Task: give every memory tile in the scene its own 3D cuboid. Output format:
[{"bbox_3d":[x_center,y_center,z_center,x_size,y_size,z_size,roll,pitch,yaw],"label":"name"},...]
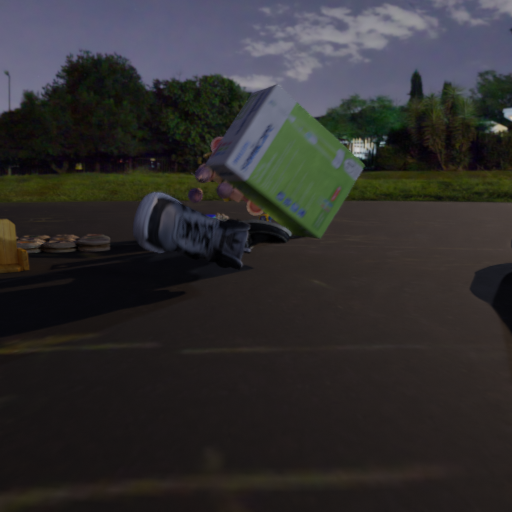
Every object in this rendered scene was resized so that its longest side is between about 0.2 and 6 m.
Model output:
[{"bbox_3d":[-4.778,-0.294,12.767,2.835,0.238,2.173,-1,8,-13],"label":"memory tile"}]

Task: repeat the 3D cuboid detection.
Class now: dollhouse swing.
[{"bbox_3d":[-4.415,-0.171,9.425,0.961,0.845,0.874,-4,8,-33],"label":"dollhouse swing"}]

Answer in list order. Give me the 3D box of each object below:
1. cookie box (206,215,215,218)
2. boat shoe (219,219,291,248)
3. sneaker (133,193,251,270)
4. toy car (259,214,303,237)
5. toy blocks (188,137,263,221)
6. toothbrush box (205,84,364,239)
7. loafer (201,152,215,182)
[{"bbox_3d":[-1.783,-0.731,14.532,1.473,0.647,1.722,0,7,3],"label":"cookie box"},{"bbox_3d":[-0.220,-0.351,11.590,2.055,0.695,0.738,2,-22,30],"label":"boat shoe"},{"bbox_3d":[-0.785,-0.326,7.989,1.237,0.820,2.173,11,-3,18],"label":"sneaker"},{"bbox_3d":[0.669,-0.979,16.176,2.229,0.742,1.094,7,10,39],"label":"toy car"},{"bbox_3d":[-0.594,-1.378,12.342,1.804,1.930,1.625,31,17,-7],"label":"toy blocks"},{"bbox_3d":[0.614,-1.820,11.259,2.573,1.874,1.108,36,-10,-26],"label":"toothbrush box"},{"bbox_3d":[-0.381,-2.381,13.496,1.927,0.702,0.697,-21,-31,-4],"label":"loafer"}]
